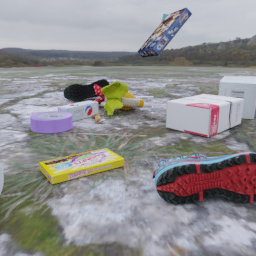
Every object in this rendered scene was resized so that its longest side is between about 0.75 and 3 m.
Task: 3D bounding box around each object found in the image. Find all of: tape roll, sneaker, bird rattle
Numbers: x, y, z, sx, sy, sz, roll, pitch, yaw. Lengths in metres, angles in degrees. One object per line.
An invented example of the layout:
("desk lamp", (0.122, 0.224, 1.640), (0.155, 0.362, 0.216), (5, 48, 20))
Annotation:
("tape roll", (-2.712, -0.228, 9.971), (1.452, 0.476, 1.452), (0, 15, 0))
("sneaker", (-2.249, -1.951, 15.671), (2.604, 0.986, 1.140), (-10, -7, -2))
("bird rattle", (-0.456, -1.219, 12.947), (2.202, 1.522, 2.701), (8, 0, -16))
("sneaker", (1.659, 0.795, 5.473), (2.380, 0.944, 1.137), (-1, 14, -4))

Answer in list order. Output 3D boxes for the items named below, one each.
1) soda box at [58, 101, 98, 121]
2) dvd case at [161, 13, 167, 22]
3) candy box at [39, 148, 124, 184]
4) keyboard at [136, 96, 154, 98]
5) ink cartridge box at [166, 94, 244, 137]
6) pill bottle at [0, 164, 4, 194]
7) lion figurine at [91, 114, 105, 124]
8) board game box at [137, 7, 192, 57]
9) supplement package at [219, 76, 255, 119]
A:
("soda box", (-1.987, -0.686, 11.376), (0.557, 0.596, 1.749), (12, 20, 36))
("dvd case", (1.485, -3.959, 11.616), (0.194, 1.285, 1.760), (16, 18, 11))
("candy box", (-1.068, 0.847, 6.571), (1.780, 0.235, 0.910), (-10, 21, -32))
("keyboard", (0.987, -1.836, 16.510), (1.041, 0.056, 0.293), (-1, 16, -4))
("ink cartridge box", (2.779, -0.538, 10.050), (2.402, 1.013, 1.739), (-15, 21, -43))
("pill bottle", (-3.373, 0.542, 4.933), (1.681, 1.681, 2.940), (-14, 20, -40))
("lion figurine", (-1.167, -0.354, 10.798), (0.488, 0.289, 0.797), (-9, 21, -4))
("board game box", (1.225, -3.229, 9.579), (0.316, 1.824, 1.236), (41, -7, -24))
("supplement package", (4.835, -1.430, 12.350), (1.497, 1.492, 2.552), (7, 17, 22))
